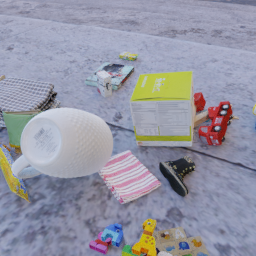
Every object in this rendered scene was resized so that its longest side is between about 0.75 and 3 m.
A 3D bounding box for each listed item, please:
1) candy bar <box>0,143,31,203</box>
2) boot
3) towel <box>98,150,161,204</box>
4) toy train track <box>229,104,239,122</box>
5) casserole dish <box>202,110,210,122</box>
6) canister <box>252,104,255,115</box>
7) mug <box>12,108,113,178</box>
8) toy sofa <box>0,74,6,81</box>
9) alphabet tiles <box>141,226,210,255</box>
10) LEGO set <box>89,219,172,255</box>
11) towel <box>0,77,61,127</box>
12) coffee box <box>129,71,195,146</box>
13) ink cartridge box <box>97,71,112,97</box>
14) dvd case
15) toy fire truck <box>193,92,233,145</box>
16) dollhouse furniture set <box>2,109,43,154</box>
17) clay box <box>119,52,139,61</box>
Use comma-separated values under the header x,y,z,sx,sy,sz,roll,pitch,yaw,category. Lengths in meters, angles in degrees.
x,y,z,sx,sy,sz,roll,pitch,yaw,category
-3.755,1.333,8.937,0.312,0.703,2.819,-41,47,-6,candy bar
1.767,1.456,8.886,1.079,0.516,1.429,-14,39,-22,boot
-0.064,1.472,9.041,1.449,0.296,1.980,-20,41,-25,towel
4.400,-0.710,12.059,0.765,0.217,1.334,10,37,13,toy train track
3.287,-0.528,11.863,0.499,0.160,0.824,23,43,28,casserole dish
5.559,-0.480,9.091,1.032,1.771,2.385,16,25,-46,canister
-2.081,0.628,8.151,2.794,2.450,2.063,-34,77,11,mug
-6.473,-1.589,12.491,0.957,1.127,2.310,18,41,22,toy sofa
1.172,3.369,6.667,1.796,0.068,2.158,-8,37,-10,alphabet tiles
0.228,2.706,6.845,2.258,0.861,0.927,13,39,19,LEGO set
-4.604,-1.075,11.696,2.865,1.226,2.373,11,39,14,towel
1.345,-0.717,10.250,2.037,2.014,2.034,0,38,16,coffee box
-1.122,-2.079,13.220,0.425,1.025,0.752,-21,41,-26,ink cartridge box
-0.912,-2.799,14.835,1.820,0.274,2.493,13,39,17,dvd case
3.087,-0.416,11.065,1.842,0.637,2.612,-1,44,39,toy fire truck
-4.045,0.432,9.317,2.486,1.629,1.248,-4,36,-5,dollhouse furniture set
0.078,-4.327,16.906,1.081,0.257,0.621,19,40,24,clay box
